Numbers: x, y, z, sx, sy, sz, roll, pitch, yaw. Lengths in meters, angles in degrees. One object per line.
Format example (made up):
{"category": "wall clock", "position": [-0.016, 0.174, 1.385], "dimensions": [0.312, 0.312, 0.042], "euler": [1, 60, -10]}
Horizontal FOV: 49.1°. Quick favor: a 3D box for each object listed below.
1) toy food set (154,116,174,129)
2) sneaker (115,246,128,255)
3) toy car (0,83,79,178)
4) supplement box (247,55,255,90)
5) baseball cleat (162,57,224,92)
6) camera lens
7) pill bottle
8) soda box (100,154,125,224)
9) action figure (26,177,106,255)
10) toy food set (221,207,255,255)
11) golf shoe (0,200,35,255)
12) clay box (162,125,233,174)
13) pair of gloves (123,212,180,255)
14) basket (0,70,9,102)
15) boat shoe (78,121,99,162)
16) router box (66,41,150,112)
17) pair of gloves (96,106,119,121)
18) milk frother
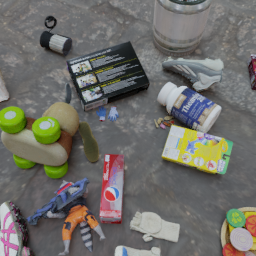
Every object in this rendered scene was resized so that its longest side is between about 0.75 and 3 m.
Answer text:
{"category": "toy food set", "position": [1.489, -0.209, 11.251], "dimensions": [0.843, 0.133, 0.536], "euler": [-8, 59, -14]}
{"category": "sneaker", "position": [0.408, 4.521, 7.784], "dimensions": [1.375, 0.949, 2.471], "euler": [-10, 65, 0]}
{"category": "toy car", "position": [-2.740, -0.209, 10.040], "dimensions": [2.365, 2.462, 2.998], "euler": [16, 50, 9]}
{"category": "supplement box", "position": [5.907, -2.452, 12.389], "dimensions": [0.914, 0.511, 1.680], "euler": [4, 60, 3]}
{"category": "baseball cleat", "position": [2.626, -2.295, 11.954], "dimensions": [2.742, 1.459, 0.956], "euler": [9, 10, 38]}
{"category": "camera lens", "position": [2.343, -5.009, 12.511], "dimensions": [2.364, 2.955, 2.364], "euler": [0, 58, 0]}
{"category": "pill bottle", "position": [2.334, -0.846, 10.960], "dimensions": [2.282, 1.266, 1.266], "euler": [35, 65, 20]}
{"category": "soda box", "position": [-0.507, 2.029, 9.480], "dimensions": [0.702, 0.775, 2.214], "euler": [2, 59, 1]}
{"category": "action figure", "position": [-1.926, 2.834, 9.019], "dimensions": [2.454, 1.284, 2.374], "euler": [-29, 52, 10]}
{"category": "toy food set", "position": [3.979, 3.557, 8.680], "dimensions": [2.222, 0.546, 2.245], "euler": [0, 59, 0]}
{"category": "golf shoe", "position": [-3.610, 3.486, 8.494], "dimensions": [1.199, 0.946, 2.604], "euler": [-22, 61, -11]}
{"category": "clay box", "position": [2.477, 0.806, 10.084], "dimensions": [2.237, 0.532, 1.285], "euler": [17, 76, 15]}
{"category": "pair of gloves", "position": [0.685, 3.609, 8.782], "dimensions": [1.601, 0.330, 1.882], "euler": [19, 60, 12]}
{"category": "basket", "position": [-6.460, -2.229, 11.101], "dimensions": [2.535, 2.512, 2.038], "euler": [-18, 58, -11]}
{"category": "boat shoe", "position": [-1.442, 0.524, 10.559], "dimensions": [0.563, 0.518, 1.575], "euler": [-21, 79, 0]}
{"category": "router box", "position": [-0.836, -2.207, 11.795], "dimensions": [2.930, 0.748, 2.185], "euler": [-20, 76, -12]}
{"category": "pair of gloves", "position": [-0.846, -0.580, 11.487], "dimensions": [0.912, 0.104, 0.733], "euler": [-2, 57, -2]}
{"category": "milk frother", "position": [-3.294, -4.310, 13.041], "dimensions": [1.286, 1.368, 1.234], "euler": [21, 57, 12]}
